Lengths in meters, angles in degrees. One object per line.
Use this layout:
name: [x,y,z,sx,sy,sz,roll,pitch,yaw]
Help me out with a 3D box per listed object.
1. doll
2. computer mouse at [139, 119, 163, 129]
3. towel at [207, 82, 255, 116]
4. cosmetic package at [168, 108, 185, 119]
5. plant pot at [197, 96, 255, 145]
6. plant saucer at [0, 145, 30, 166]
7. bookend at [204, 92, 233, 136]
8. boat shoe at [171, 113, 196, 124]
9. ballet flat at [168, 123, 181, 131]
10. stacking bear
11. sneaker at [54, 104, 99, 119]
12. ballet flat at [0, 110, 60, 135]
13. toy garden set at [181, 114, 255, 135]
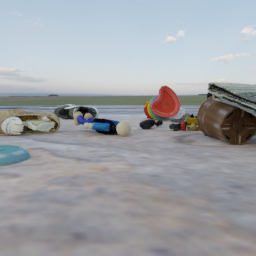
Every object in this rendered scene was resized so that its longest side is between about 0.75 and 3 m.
doll: [-0.791,-0.088,8.725,2.195,0.532,1.498,14,6,41]
computer mouse: [0.931,-0.102,10.504,0.506,0.294,1.727,-25,-12,28]
towel: [3.641,-0.397,6.298,2.968,0.513,2.858,-3,27,-34]
cosmetic package: [2.542,-0.814,15.477,0.841,0.591,1.659,0,7,-5]
plant pot: [2.519,-0.162,7.047,1.208,1.208,1.196,-1,14,-6]
plant saucer: [-2.493,0.476,5.060,1.374,0.188,1.374,0,5,0]
bookend: [2.920,-0.388,8.468,0.593,1.280,1.288,6,4,43]
boat shoe: [2.490,-0.388,11.752,1.388,0.509,0.517,1,6,10]
ballet flat: [1.679,0.000,9.743,0.902,0.256,0.300,-8,53,-46]
stacking bear: [1.556,-1.050,14.470,1.401,1.496,2.464,32,-13,-11]
sneaker: [-2.801,-0.833,14.649,2.406,0.800,1.089,3,3,7]
ballet flat: [-3.085,-0.140,8.456,2.242,0.790,0.732,-8,25,-34]
toy garden set: [3.370,-0.254,10.084,2.426,0.581,2.911,3,6,23]
